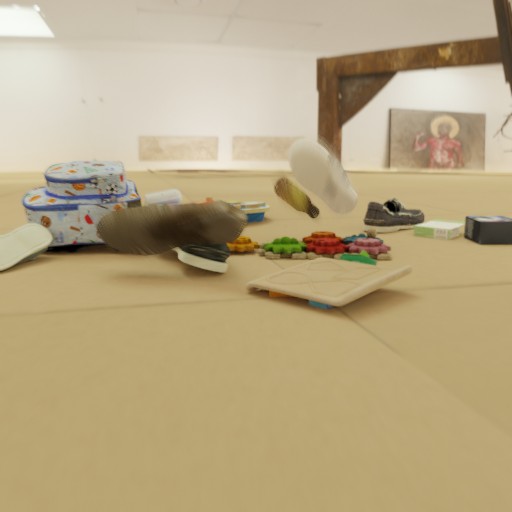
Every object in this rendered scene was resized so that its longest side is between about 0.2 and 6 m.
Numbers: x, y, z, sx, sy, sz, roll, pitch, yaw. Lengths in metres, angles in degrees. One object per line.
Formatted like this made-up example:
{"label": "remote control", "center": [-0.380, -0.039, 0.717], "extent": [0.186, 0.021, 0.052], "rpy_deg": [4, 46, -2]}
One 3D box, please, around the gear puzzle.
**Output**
{"label": "gear puzzle", "center": [0.883, -0.294, 10.991], "extent": [3.315, 0.434, 1.717], "rpy_deg": [0, 11, 2]}

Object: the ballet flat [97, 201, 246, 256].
{"label": "ballet flat", "center": [-1.322, -0.513, 8.745], "extent": [2.475, 0.834, 0.574], "rpy_deg": [-5, 40, 19]}

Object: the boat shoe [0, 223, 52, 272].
{"label": "boat shoe", "center": [-4.410, 0.010, 9.566], "extent": [0.632, 0.745, 2.045], "rpy_deg": [-44, -4, 30]}

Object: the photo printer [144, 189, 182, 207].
{"label": "photo printer", "center": [-2.762, -1.616, 16.656], "extent": [1.097, 0.381, 0.913], "rpy_deg": [-14, -15, -20]}

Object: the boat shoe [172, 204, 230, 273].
{"label": "boat shoe", "center": [-1.131, -0.463, 10.042], "extent": [1.060, 0.941, 2.837], "rpy_deg": [14, 6, -19]}

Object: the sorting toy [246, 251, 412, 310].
{"label": "sorting toy", "center": [1.285, 0.314, 8.151], "extent": [1.800, 0.358, 2.435], "rpy_deg": [4, 14, 43]}

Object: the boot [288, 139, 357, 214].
{"label": "boot", "center": [1.257, -1.772, 11.280], "extent": [0.794, 2.182, 0.986], "rpy_deg": [-29, 46, 18]}

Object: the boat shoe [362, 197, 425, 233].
{"label": "boat shoe", "center": [3.546, -1.082, 14.085], "extent": [0.897, 0.775, 2.470], "rpy_deg": [11, 15, 43]}

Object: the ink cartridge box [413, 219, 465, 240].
{"label": "ink cartridge box", "center": [4.310, -0.619, 13.025], "extent": [0.861, 0.284, 1.184], "rpy_deg": [10, 15, 40]}

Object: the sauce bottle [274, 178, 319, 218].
{"label": "sauce bottle", "center": [0.880, -1.165, 11.670], "extent": [1.210, 0.400, 0.400], "rpy_deg": [33, -11, -37]}

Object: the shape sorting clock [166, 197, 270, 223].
{"label": "shape sorting clock", "center": [-1.296, -1.319, 15.588], "extent": [3.360, 0.659, 3.360], "rpy_deg": [0, 11, 0]}

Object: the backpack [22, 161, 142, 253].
{"label": "backpack", "center": [-3.488, -0.967, 11.306], "extent": [2.282, 1.846, 2.396], "rpy_deg": [-13, 17, -11]}

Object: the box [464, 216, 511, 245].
{"label": "box", "center": [5.103, -0.562, 12.109], "extent": [0.882, 0.544, 0.875], "rpy_deg": [-1, 13, -2]}
